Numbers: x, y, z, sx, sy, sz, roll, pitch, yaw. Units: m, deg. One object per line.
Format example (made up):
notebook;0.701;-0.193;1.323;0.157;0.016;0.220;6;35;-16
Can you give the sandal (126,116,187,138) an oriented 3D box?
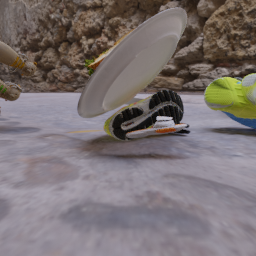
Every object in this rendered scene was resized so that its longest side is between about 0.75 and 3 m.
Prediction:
sandal;0.430;-0.043;4.316;0.949;0.272;0.364;-8;-10;0

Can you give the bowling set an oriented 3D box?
bowling set;-3.371;-0.732;6.914;2.418;1.683;1.298;-35;-37;18

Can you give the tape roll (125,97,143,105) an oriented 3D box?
tape roll;0.447;-1.030;11.238;1.680;0.307;1.680;7;3;0

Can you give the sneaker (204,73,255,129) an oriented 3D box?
sneaker;3.252;-0.544;6.295;1.530;1.103;2.913;26;-5;-40

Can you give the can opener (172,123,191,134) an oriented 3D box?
can opener;0.993;-0.018;6.428;1.043;0.330;0.410;15;40;44

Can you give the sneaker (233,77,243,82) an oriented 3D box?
sneaker;3.954;-1.289;10.208;1.436;0.933;2.487;37;-7;-11

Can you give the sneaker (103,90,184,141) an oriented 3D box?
sneaker;0.337;-0.300;6.125;2.050;0.801;0.926;-17;5;-30

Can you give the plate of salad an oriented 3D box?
plate of salad;0.031;-1.199;5.317;0.646;2.689;2.689;47;22;10
